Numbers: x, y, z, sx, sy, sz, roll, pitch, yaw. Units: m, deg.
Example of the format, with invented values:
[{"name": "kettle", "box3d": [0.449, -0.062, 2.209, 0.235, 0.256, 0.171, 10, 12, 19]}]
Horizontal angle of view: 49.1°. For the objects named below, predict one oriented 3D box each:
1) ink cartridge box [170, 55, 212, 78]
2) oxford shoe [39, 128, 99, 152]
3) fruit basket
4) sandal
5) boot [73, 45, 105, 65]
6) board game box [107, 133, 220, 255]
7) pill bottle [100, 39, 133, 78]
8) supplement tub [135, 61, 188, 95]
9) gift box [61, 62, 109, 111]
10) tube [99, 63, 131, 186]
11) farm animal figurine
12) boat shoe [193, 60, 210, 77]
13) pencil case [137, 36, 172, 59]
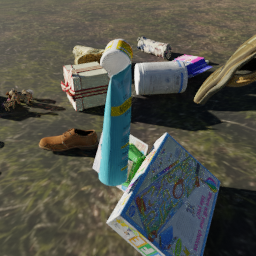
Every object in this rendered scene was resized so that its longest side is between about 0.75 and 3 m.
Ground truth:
[{"name": "ink cartridge box", "box3d": [2.732, -2.899, 13.044, 1.208, 0.473, 2.552, -25, 25, -6]}, {"name": "oxford shoe", "box3d": [-1.873, 0.307, 8.781, 1.846, 0.658, 0.659, -6, 35, -5]}, {"name": "fruit basket", "box3d": [-0.289, 0.788, 7.323, 1.615, 1.496, 0.757, 28, 19, 32]}, {"name": "sandal", "box3d": [2.160, -1.088, 5.391, 0.622, 2.304, 0.925, 41, 51, 0]}, {"name": "boot", "box3d": [-2.370, -3.810, 14.855, 1.773, 0.830, 2.281, 22, 38, 29]}, {"name": "board game box", "box3d": [0.968, 1.550, 6.104, 1.887, 0.480, 2.807, 43, 40, -2]}, {"name": "pill bottle", "box3d": [-0.493, -3.529, 13.889, 1.446, 1.446, 2.564, 2, 33, 3]}, {"name": "supplement tub", "box3d": [1.366, -2.103, 11.803, 2.027, 1.337, 1.337, -3, 33, -5]}, {"name": "gift box", "box3d": [-1.759, -1.799, 11.065, 1.603, 1.717, 1.584, -15, 31, -20]}, {"name": "tube", "box3d": [-0.206, 0.006, 5.160, 0.567, 2.251, 0.872, 11, 27, 11]}, {"name": "farm animal figurine", "box3d": [-4.387, -1.219, 11.084, 1.221, 0.644, 1.235, -8, 34, -11]}, {"name": "boat shoe", "box3d": [3.137, -2.701, 13.394, 1.634, 0.492, 0.582, -22, 22, 2]}, {"name": "pencil case", "box3d": [1.516, -4.576, 15.945, 2.189, 0.852, 0.979, 31, 13, 38]}]
